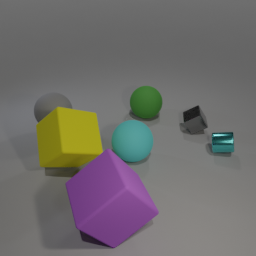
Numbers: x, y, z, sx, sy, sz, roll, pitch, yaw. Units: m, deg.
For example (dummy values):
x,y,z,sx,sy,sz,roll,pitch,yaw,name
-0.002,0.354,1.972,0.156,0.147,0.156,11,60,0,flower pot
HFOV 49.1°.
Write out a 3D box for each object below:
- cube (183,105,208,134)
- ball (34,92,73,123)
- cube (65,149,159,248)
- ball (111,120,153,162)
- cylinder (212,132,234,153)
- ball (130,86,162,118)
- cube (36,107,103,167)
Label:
x,y,z,sx,sy,sz,roll,pitch,yaw,name
2.630,-0.321,10.963,0.700,0.700,0.700,-26,30,24,cube
-2.767,-0.628,10.423,1.400,1.400,1.400,0,30,0,ball
-0.400,1.648,6.609,1.400,1.400,1.400,-39,39,5,cube
0.147,0.434,9.367,1.400,1.400,1.400,0,30,0,ball
3.281,0.492,9.662,0.700,0.700,0.700,-3,27,21,cylinder
0.776,-1.109,12.035,1.400,1.400,1.400,0,30,0,ball
-1.812,0.342,8.578,1.400,1.400,1.400,7,63,-43,cube
